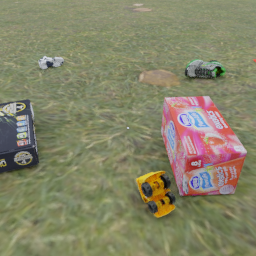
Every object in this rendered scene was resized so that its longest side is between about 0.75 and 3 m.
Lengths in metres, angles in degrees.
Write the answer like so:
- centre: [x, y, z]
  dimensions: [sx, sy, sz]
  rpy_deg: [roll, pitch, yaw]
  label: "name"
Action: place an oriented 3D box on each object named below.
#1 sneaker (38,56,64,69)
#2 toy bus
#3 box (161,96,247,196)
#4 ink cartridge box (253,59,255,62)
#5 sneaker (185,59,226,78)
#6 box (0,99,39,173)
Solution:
- centre: [-3.174, -2.747, 11.405]
  dimensions: [0.994, 0.397, 0.647]
  rpy_deg: [-25, 48, -17]
  label: "sneaker"
- centre: [0.453, 1.215, 5.278]
  dimensions: [0.518, 0.763, 0.732]
  rpy_deg: [-18, 1, -27]
  label: "toy bus"
- centre: [1.496, 0.278, 6.148]
  dimensions: [1.147, 1.099, 2.301]
  rpy_deg: [-2, 33, -3]
  label: "box"
- centre: [5.974, -2.716, 11.443]
  dimensions: [1.069, 0.316, 1.335]
  rpy_deg: [-6, 35, -9]
  label: "ink cartridge box"
- centre: [2.845, -2.151, 10.283]
  dimensions: [1.656, 0.646, 0.706]
  rpy_deg: [-11, 35, -16]
  label: "sneaker"
- centre: [-3.251, 0.184, 6.774]
  dimensions: [1.940, 0.591, 2.407]
  rpy_deg: [-13, 35, -13]
  label: "box"
